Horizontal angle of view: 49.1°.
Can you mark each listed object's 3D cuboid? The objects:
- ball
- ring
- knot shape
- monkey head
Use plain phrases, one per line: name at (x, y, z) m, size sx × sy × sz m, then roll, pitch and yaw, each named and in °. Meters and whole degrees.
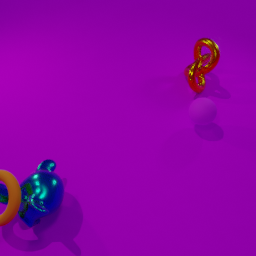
ball at (2.232, -0.494, 8.373) m, size 0.825 × 0.825 × 0.825 m, roll 0°, pitch 48°, yaw 0°
ring at (-2.796, 1.511, 6.058) m, size 1.202 × 0.240 × 1.202 m, roll -4°, pitch 80°, yaw 25°
knot shape at (2.552, -2.263, 9.676) m, size 0.841 × 1.704 × 1.821 m, roll 17°, pitch 46°, yaw 0°
monkey head at (-2.213, 1.439, 6.410) m, size 1.436 × 1.203 × 1.996 m, roll 32°, pitch 16°, yaw -21°
